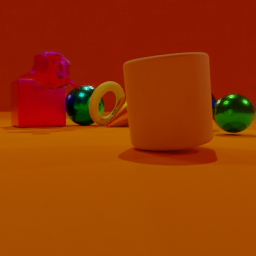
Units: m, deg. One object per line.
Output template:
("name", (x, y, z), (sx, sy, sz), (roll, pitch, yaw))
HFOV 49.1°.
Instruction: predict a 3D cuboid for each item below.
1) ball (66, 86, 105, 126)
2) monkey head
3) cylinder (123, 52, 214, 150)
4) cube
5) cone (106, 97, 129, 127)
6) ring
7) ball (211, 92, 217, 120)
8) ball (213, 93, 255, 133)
("ball", (-1.391, -0.714, 8.953), (1.277, 1.277, 1.277), (0, 4, 0))
("monkey head", (-1.864, -1.388, 6.842), (1.499, 0.903, 1.078), (8, 3, -20))
("cylinder", (0.496, -0.336, 3.464), (1.026, 1.026, 1.026), (-6, 8, 1))
("cube", (-2.708, -0.715, 8.392), (1.331, 1.331, 1.331), (-2, 4, -31))
("cone", (-0.289, -0.260, 8.119), (0.978, 0.974, 0.974), (-34, 23, -32))
("ring", (-0.621, -0.734, 8.576), (0.278, 1.390, 1.390), (24, 18, 38))
("ball", (1.650, -0.501, 6.939), (1.090, 1.090, 1.090), (0, 4, 0))
("ball", (2.078, -0.289, 5.510), (0.777, 0.777, 0.777), (0, 4, 0))
